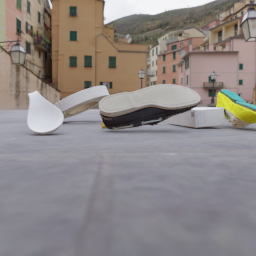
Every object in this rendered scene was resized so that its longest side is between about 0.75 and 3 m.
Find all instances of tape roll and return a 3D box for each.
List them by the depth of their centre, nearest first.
[{"bbox_3d":[-1.967,-1.019,11.617,2.520,0.460,2.520,-25,-2,-1],"label":"tape roll"}]

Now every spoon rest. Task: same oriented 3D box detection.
[{"bbox_3d":[-2.254,-0.445,7.221,0.879,0.536,1.770,-24,44,-18],"label":"spoon rest"}]

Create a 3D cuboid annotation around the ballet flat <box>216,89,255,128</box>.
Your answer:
[{"bbox_3d":[3.475,-0.503,8.813,0.885,0.888,2.649,14,19,-11],"label":"ballet flat"}]

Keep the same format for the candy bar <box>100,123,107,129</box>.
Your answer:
[{"bbox_3d":[-0.226,-0.191,8.935,1.506,0.375,0.167,-5,23,-38],"label":"candy bar"}]

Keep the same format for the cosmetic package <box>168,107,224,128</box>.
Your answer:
[{"bbox_3d":[2.225,-0.382,9.626,0.988,0.606,2.393,-6,5,-12],"label":"cosmetic package"}]

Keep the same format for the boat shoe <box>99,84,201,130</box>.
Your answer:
[{"bbox_3d":[0.608,-0.534,7.849,2.813,0.882,1.022,-9,45,-8],"label":"boat shoe"}]
